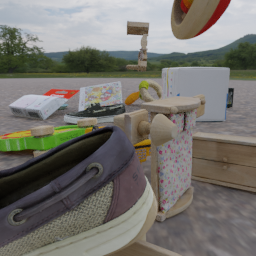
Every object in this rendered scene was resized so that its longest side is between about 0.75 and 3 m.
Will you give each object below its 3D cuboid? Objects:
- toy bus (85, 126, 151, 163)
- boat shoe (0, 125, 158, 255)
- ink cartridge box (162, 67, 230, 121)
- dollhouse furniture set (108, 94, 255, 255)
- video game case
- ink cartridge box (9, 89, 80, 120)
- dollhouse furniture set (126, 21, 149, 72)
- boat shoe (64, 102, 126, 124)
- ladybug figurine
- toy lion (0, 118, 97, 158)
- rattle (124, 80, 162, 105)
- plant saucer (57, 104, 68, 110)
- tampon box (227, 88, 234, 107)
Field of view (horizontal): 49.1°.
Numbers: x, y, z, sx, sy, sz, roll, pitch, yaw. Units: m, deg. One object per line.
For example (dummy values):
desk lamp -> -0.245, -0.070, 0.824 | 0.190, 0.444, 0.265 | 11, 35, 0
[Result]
toy bus -> -0.256, 0.366, 5.470 | 0.605, 0.728, 1.860 | -5, 13, -29
boat shoe -> -1.225, 0.724, 2.192 | 2.879, 0.933, 1.035 | -17, 19, -2
ink cartridge box -> 2.416, -1.379, 10.696 | 1.828, 1.860, 2.527 | -1, 12, -5
dollhouse furniture set -> 0.902, 0.437, 3.439 | 1.289, 1.510, 2.912 | 6, 14, 34
video game case -> -1.085, -1.169, 11.078 | 1.714, 0.196, 1.560 | -8, 48, 3
ink cartridge box -> -3.264, -1.175, 11.057 | 1.782, 0.626, 2.192 | 8, 44, 32
dollhouse furniture set -> 0.355, -3.323, 12.017 | 0.954, 2.156, 1.117 | 4, -20, 1
boat shoe -> -1.128, -0.553, 9.688 | 2.177, 0.693, 0.770 | -5, 13, -21
ladybug figurine -> 1.564, -2.718, 5.734 | 0.811, 1.530, 2.255 | 4, -16, -11
toy lion -> -1.994, 0.211, 6.691 | 1.929, 0.691, 2.012 | 1, 10, 41
rattle -> 1.305, -1.358, 13.970 | 2.328, 1.663, 1.516 | 5, 42, -38
plant saucer -> -3.172, -0.959, 12.726 | 0.925, 0.178, 0.925 | 0, 12, 0
tampon box -> 4.027, -1.434, 13.149 | 1.440, 0.909, 1.079 | -5, 14, -23
